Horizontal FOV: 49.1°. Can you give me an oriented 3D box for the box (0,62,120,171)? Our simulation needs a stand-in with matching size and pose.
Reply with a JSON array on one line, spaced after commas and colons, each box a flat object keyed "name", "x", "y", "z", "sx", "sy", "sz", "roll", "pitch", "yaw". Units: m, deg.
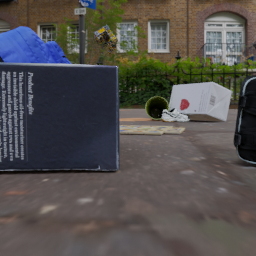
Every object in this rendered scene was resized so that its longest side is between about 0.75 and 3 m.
[{"name": "box", "x": -1.153, "y": -0.190, "z": 3.907, "sx": 2.004, "sy": 1.245, "sz": 2.020, "roll": 1, "pitch": 5, "yaw": -6}]

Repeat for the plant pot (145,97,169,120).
[{"name": "plant pot", "x": 1.374, "y": -0.816, "z": 13.477, "sx": 1.097, "sy": 1.097, "sz": 1.173, "roll": 0, "pitch": -10, "yaw": 3}]

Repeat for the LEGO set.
[{"name": "LEGO set", "x": -1.033, "y": -3.758, "z": 12.226, "sx": 0.795, "sy": 1.055, "sz": 1.372, "roll": -34, "pitch": 6, "yaw": -9}]

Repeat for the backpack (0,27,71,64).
[{"name": "backpack", "x": -3.069, "y": -1.748, "z": 8.945, "sx": 2.283, "sy": 2.720, "sz": 2.210, "roll": -42, "pitch": 9, "yaw": -31}]

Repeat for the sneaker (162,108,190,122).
[{"name": "sneaker", "x": 2.116, "y": -0.563, "z": 12.136, "sx": 1.365, "sy": 0.598, "sz": 0.516, "roll": 0, "pitch": 3, "yaw": -24}]

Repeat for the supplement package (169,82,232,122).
[{"name": "supplement package", "x": 3.178, "y": -1.152, "z": 12.683, "sx": 1.399, "sy": 1.416, "sz": 2.336, "roll": 14, "pitch": -5, "yaw": -35}]

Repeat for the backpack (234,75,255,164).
[{"name": "backpack", "x": 1.988, "y": -0.081, "z": 3.378, "sx": 1.264, "sy": 1.122, "sz": 0.951, "roll": 7, "pitch": 12, "yaw": 22}]

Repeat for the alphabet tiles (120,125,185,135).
[{"name": "alphabet tiles", "x": 0.292, "y": 0.044, "z": 7.983, "sx": 2.523, "sy": 0.080, "sz": 2.099, "roll": 2, "pitch": 5, "yaw": 17}]
